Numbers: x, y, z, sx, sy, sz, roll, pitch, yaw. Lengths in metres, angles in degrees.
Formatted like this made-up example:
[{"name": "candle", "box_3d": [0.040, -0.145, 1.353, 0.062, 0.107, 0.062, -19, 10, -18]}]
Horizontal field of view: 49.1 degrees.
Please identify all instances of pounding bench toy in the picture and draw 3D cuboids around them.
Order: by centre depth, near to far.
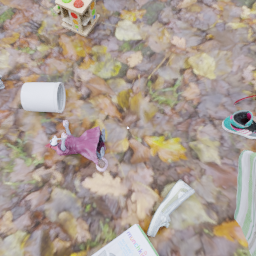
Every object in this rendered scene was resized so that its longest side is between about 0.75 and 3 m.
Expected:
[{"name": "pounding bench toy", "box_3d": [-2.374, -5.092, 11.633, 1.994, 1.555, 1.238, 25, 71, 10]}]

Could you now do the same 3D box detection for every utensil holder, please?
[{"name": "utensil holder", "box_3d": [-3.095, -1.136, 10.330, 1.322, 1.124, 1.124, 2, 68, 4]}]

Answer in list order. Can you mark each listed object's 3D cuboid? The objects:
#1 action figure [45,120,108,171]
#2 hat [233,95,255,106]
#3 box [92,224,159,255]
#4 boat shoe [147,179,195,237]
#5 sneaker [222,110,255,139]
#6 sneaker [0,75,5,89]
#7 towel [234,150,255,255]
[{"name": "action figure", "box_3d": [-1.818, 0.622, 9.847, 2.158, 1.607, 1.446, -8, 23, 10]}, {"name": "hat", "box_3d": [5.644, -1.645, 11.002, 2.345, 2.064, 1.942, 23, 57, -30]}, {"name": "box", "box_3d": [0.098, 4.444, 7.903, 2.209, 1.210, 2.503, -33, 67, -7]}, {"name": "boat shoe", "box_3d": [1.350, 2.640, 9.017, 0.673, 0.774, 2.100, 34, 65, 17]}, {"name": "sneaker", "box_3d": [4.331, -0.151, 9.965, 1.689, 1.020, 0.706, 12, 69, 5]}, {"name": "sneaker", "box_3d": [-5.240, -1.494, 10.770, 0.776, 0.507, 1.350, -9, 65, 0]}, {"name": "towel", "box_3d": [2.824, 1.670, 6.366, 0.432, 2.813, 2.098, 1, 93, 14]}]
